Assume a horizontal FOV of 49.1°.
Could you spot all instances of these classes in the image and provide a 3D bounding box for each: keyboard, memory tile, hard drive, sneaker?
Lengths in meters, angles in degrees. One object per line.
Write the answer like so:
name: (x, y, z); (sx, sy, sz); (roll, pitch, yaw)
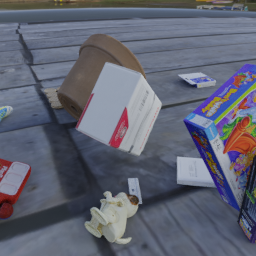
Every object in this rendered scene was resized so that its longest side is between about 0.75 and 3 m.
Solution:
keyboard: (0.170, 1.623, 7.289); (0.274, 0.052, 0.973); (-7, 29, -2)
memory tile: (-2.750, -1.426, 12.612); (1.723, 0.189, 2.249); (-12, 31, -21)
hard drive: (2.189, 1.232, 7.802); (1.624, 0.217, 1.071); (4, 29, 7)
sneaker: (-4.866, -0.412, 10.630); (1.171, 0.443, 0.615); (-29, 51, -30)

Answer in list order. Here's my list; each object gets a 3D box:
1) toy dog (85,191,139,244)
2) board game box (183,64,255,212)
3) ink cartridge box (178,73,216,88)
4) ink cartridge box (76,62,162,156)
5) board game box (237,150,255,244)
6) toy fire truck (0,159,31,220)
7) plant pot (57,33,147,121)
toy dog: (-0.212, 1.853, 6.151); (1.091, 0.785, 1.125); (28, 37, 21)
board game box: (2.520, 0.314, 6.083); (1.867, 2.777, 0.622); (-41, 34, -11)
ink cartridge box: (3.461, -2.435, 14.301); (1.444, 0.339, 1.427); (-11, 33, -16)
ink cartridge box: (-0.090, -0.356, 7.575); (1.043, 1.818, 2.503); (23, -4, 20)
board game box: (3.693, 1.312, 5.780); (2.440, 2.017, 0.692); (-5, 27, -8)
toy fire truck: (-3.507, 1.409, 6.643); (1.884, 1.258, 2.243); (16, 29, -8)
plant pot: (-1.204, -1.571, 10.381); (2.916, 2.916, 2.543); (24, 62, 36)
